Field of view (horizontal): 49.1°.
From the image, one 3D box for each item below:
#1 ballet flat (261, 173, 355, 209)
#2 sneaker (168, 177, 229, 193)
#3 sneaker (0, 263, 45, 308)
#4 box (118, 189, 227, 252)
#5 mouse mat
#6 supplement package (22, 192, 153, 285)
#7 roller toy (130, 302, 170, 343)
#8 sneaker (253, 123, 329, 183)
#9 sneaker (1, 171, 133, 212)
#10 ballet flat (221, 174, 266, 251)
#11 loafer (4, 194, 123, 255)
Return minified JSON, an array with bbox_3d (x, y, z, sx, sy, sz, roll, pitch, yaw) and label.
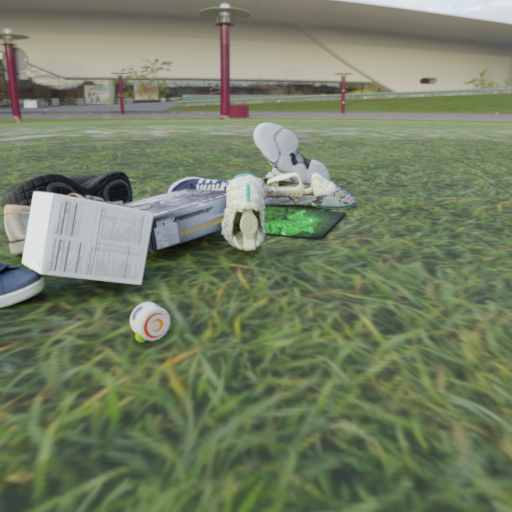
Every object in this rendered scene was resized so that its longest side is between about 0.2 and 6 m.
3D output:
[{"bbox_3d":[1.248,-1.676,14.221,2.535,0.912,0.912,3,17,9],"label":"ballet flat"},{"bbox_3d":[-1.115,-1.585,14.215,2.071,0.726,1.123,-7,16,-29],"label":"sneaker"},{"bbox_3d":[-4.358,0.120,8.120,2.529,1.069,0.948,2,17,4],"label":"sneaker"},{"bbox_3d":[-1.688,-0.773,11.056,2.030,0.619,2.563,7,20,42],"label":"box"},{"bbox_3d":[0.800,-0.795,12.759,2.095,0.098,2.604,6,19,19],"label":"mouse mat"},{"bbox_3d":[-2.536,-0.265,8.416,1.500,1.130,1.138,9,2,-36],"label":"supplement package"},{"bbox_3d":[-1.321,0.808,6.964,0.477,0.435,0.333,-14,22,-37],"label":"roller toy"},{"bbox_3d":[0.665,-2.644,15.597,2.771,1.041,1.593,34,-13,-34],"label":"sneaker"},{"bbox_3d":[-4.325,-1.200,12.577,1.527,1.277,3.364,-1,7,29],"label":"sneaker"},{"bbox_3d":[-0.202,-0.520,9.679,0.811,0.811,2.260,1,-27,2],"label":"ballet flat"},{"bbox_3d":[-3.665,-0.843,11.170,1.076,0.941,2.992,-9,12,29],"label":"loafer"}]
